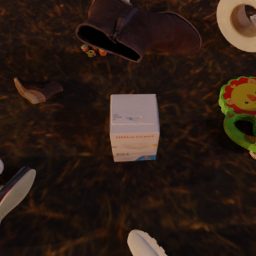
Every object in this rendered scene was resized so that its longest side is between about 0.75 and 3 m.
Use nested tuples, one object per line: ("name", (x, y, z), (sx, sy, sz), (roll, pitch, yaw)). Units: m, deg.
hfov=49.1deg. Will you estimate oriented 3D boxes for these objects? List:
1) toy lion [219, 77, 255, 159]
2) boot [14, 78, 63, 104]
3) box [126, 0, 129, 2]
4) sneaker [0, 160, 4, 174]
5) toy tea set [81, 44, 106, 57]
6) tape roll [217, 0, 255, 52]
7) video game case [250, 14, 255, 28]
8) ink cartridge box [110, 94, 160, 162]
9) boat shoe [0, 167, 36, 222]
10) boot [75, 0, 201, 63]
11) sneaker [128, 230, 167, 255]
("toy lion", (3.548, -0.497, 8.061), (2.172, 0.778, 2.266), (35, 66, 26))
("boot", (-2.782, -1.298, 8.698), (1.062, 0.462, 1.277), (-34, 63, -31))
("box", (-0.250, -4.569, 10.531), (0.315, 0.378, 0.920), (18, 60, 11))
("sneaker", (-3.891, 1.471, 6.428), (0.854, 1.340, 2.319), (34, 65, -4))
("toy tea set", (-1.114, -2.706, 9.470), (0.926, 0.343, 0.551), (-7, 60, -4))
("tape roll", (3.952, -3.565, 8.870), (0.776, 2.218, 2.218), (-41, 68, -17))
("video game case", (3.635, -2.675, 6.886), (0.974, 0.088, 0.697), (-23, 70, 9))
("ink cartridge box", (0.150, 0.027, 7.185), (1.153, 1.566, 1.133), (-2, 60, -1))
("boat shoe", (-3.120, 1.769, 6.692), (0.682, 0.776, 2.181), (29, 69, 18))
("boot", (0.393, -1.985, 6.332), (2.841, 1.028, 2.363), (22, 41, -8))
("sneaker", (0.745, 3.389, 5.618), (1.137, 1.079, 2.824), (-36, 64, -8))
